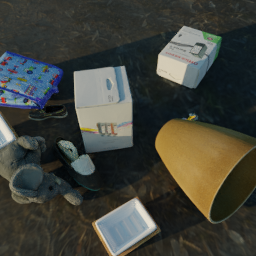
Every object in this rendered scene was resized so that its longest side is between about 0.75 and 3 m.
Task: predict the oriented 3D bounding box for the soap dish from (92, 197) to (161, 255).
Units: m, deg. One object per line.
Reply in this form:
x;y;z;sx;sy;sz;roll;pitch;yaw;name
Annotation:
-0.049;2.978;8.280;1.618;0.657;1.273;-26;56;-20;soap dish

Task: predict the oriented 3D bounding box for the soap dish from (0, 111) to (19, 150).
-5.271;0.713;9.852;2.624;1.066;2.064;-32;58;-23;soap dish

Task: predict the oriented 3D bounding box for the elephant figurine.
-3.010;1.643;8.853;1.993;1.818;2.569;-31;70;11;elephant figurine

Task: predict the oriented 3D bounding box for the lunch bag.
-4.232;-1.918;11.733;2.858;1.344;2.152;11;51;12;lunch bag

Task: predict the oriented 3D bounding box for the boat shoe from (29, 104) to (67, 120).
-3.277;-0.681;11.363;1.558;0.469;0.555;-6;51;-5;boat shoe

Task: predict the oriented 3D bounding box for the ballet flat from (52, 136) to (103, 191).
-1.799;1.140;9.594;2.483;0.849;0.844;35;45;24;ballet flat

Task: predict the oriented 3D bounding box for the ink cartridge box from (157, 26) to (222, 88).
2.866;-3.365;13.082;2.022;1.164;2.770;25;55;19;ink cartridge box

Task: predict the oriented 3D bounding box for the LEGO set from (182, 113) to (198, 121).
2.129;0.017;10.886;1.600;0.595;0.736;-28;22;-15;LEGO set

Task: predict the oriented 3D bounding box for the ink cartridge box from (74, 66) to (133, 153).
-0.835;-0.629;9.991;1.823;2.520;1.831;-7;51;-6;ink cartridge box

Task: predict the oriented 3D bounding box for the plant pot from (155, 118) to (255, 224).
2.356;0.923;8.887;2.757;2.757;2.959;-31;46;-23;plant pot
